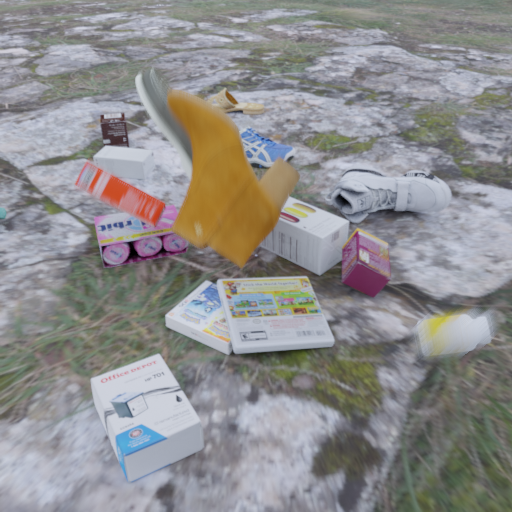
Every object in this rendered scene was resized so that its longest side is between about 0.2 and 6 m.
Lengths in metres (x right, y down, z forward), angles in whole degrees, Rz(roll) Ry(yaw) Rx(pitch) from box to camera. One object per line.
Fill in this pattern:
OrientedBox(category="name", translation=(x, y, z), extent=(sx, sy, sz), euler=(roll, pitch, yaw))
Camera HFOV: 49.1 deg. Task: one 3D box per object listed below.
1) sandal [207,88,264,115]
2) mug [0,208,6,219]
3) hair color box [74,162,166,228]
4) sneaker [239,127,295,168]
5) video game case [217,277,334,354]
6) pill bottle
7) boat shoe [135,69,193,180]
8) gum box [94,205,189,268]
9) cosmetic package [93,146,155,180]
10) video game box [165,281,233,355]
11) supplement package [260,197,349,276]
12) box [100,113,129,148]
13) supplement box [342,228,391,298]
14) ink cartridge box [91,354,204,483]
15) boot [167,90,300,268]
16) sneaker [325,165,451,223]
OrientedBox(category="sandal", translation=(-0.819, -4.781, 17.145), extent=(2.148, 0.706, 0.788), euler=(5, 34, 7))
OrientedBox(category="mug", translation=(-5.794, -0.794, 10.976), extent=(0.872, 1.410, 1.159), euler=(-2, 57, 29))
OrientedBox(category="hair color box", translation=(-2.366, -1.057, 9.914), extent=(1.510, 0.483, 0.837), euler=(27, -3, -8))
OrientedBox(category="sneaker", translation=(-0.070, -2.747, 14.034), extent=(2.119, 0.816, 0.802), euler=(8, 33, 10))
OrientedBox(category="video game case", translation=(0.276, 0.891, 8.827), extent=(1.577, 0.181, 1.436), euler=(-1, 42, -17))
OrientedBox(category="pill bottle", translation=(2.531, 1.006, 7.192), extent=(0.834, 0.467, 0.467), euler=(-10, 31, 16))
OrientedBox(category="boat shoe", translation=(-1.274, -2.470, 10.814), extent=(2.958, 0.884, 1.057), euler=(57, 19, 9))
OrientedBox(category="gum box", translation=(-2.168, -0.402, 10.732), extent=(1.671, 0.553, 0.948), euler=(-11, 40, -16))
OrientedBox(category="cosmetic package", translation=(-3.182, -2.265, 13.591), extent=(1.284, 0.521, 0.725), euler=(9, 35, 12))
OrientedBox(category="video game box", translation=(-0.640, 0.955, 9.016), extent=(1.229, 0.288, 1.120), euler=(19, 41, 25))
OrientedBox(category="supplement package", translation=(0.871, -0.411, 10.547), extent=(1.499, 0.821, 0.853), euler=(26, 42, 34))
OrientedBox(category="box", translation=(-3.746, -3.284, 14.842), extent=(0.661, 0.797, 0.654), euler=(-8, 35, -11))
OrientedBox(category="supplement box", translation=(1.899, 0.112, 9.718), extent=(0.675, 0.532, 1.031), euler=(27, 36, -10))
OrientedBox(category="ink cartridge box", translation=(-1.418, 2.019, 7.165), extent=(1.002, 0.587, 1.368), euler=(-18, 39, -25))
OrientedBox(category="boot", translation=(-0.860, -1.262, 9.276), extent=(2.803, 0.986, 2.007), euler=(37, 85, 5))
OrientedBox(category="sneaker", translation=(2.681, -1.191, 11.676), extent=(2.452, 0.921, 1.409), euler=(16, 37, 31))
